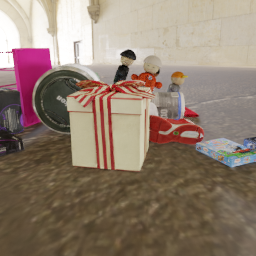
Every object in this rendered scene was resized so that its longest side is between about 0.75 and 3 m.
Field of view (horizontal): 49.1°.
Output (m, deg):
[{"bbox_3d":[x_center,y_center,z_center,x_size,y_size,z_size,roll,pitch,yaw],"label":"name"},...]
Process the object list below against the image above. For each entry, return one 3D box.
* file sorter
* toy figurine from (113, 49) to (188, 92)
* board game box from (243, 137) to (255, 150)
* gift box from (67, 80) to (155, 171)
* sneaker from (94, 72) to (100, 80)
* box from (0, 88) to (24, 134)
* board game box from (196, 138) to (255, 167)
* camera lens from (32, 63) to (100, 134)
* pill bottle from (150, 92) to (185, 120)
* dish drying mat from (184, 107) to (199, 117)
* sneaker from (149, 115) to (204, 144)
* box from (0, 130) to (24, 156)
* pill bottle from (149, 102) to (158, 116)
[{"bbox_3d":[-4.248,-1.692,11.156,1.764,2.813,1.955,3,16,22],"label":"file sorter"},{"bbox_3d":[0.980,-2.304,13.117,2.843,2.009,2.888,12,11,-39],"label":"toy figurine"},{"bbox_3d":[4.429,0.659,7.231,1.550,0.396,2.288,-8,18,-25],"label":"board game box"},{"bbox_3d":[-0.331,-0.168,7.118,2.031,2.055,2.201,1,15,6],"label":"gift box"},{"bbox_3d":[-1.290,-1.479,12.183,3.003,1.771,1.105,16,21,41],"label":"sneaker"},{"bbox_3d":[-4.834,-0.430,9.053,2.406,1.471,1.276,-15,22,-43],"label":"box"},{"bbox_3d":[2.689,0.631,7.608,1.031,0.249,1.363,-8,17,-25],"label":"board game box"},{"bbox_3d":[-2.052,-1.163,10.160,2.261,2.261,2.827,-1,16,-4],"label":"camera lens"},{"bbox_3d":[1.140,-0.849,11.117,2.020,1.149,1.149,0,16,0],"label":"pill bottle"},{"bbox_3d":[2.584,-0.736,12.561,0.632,0.150,1.645,-2,15,-10],"label":"dish drying mat"},{"bbox_3d":[1.283,0.030,9.071,2.167,0.849,1.252,14,9,5],"label":"sneaker"},{"bbox_3d":[-4.187,0.528,7.752,2.083,0.376,1.489,-14,21,-43],"label":"box"},{"bbox_3d":[0.011,-0.504,10.020,1.920,1.077,1.077,13,21,36],"label":"pill bottle"}]
